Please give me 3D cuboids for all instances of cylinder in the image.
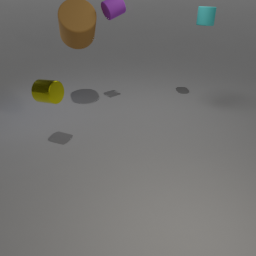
[{"bbox_3d":[3.157,-4.518,11.303,0.700,0.700,0.700,2,24,-1],"label":"cylinder"},{"bbox_3d":[-2.419,-1.106,8.482,0.700,0.700,0.700,9,30,26],"label":"cylinder"},{"bbox_3d":[-0.549,-4.534,10.535,0.700,0.700,0.700,-32,38,-13],"label":"cylinder"},{"bbox_3d":[-1.952,-3.982,10.802,1.400,1.400,1.400,-6,-9,-11],"label":"cylinder"}]
